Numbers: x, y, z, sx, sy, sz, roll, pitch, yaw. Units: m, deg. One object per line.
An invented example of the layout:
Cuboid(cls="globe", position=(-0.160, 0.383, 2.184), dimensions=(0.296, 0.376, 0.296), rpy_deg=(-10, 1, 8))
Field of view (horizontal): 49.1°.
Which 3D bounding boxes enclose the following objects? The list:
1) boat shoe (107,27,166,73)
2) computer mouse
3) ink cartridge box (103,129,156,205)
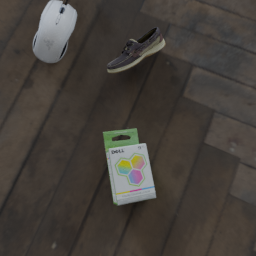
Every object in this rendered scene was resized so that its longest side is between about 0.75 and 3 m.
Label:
Cuboid(cls="boat shoe", position=(0.199, -2.411, 8.635), dimensions=(2.152, 0.774, 0.697), rpy_deg=(-33, 122, -15))
Cuboid(cls="computer mouse", position=(-2.137, -3.509, 8.917), dimensions=(1.627, 0.651, 2.967), rpy_deg=(18, 82, -17))
Cuboid(cls="ink cartridge box", position=(0.010, 1.033, 7.997), dimensions=(1.103, 0.630, 2.125), rpy_deg=(-7, 80, -15))
